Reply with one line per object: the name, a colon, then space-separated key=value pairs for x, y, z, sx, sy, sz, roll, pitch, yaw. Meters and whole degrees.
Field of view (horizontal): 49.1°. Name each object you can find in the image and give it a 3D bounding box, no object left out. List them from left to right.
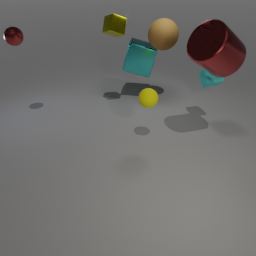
ball: x=-4.293 y=-3.445 z=10.529 sx=0.700 sy=0.700 sz=0.700 roll=0 pitch=29 yaw=0
cube: x=-0.559 y=-4.218 z=11.555 sx=0.700 sy=0.700 sz=0.700 roll=5 pitch=6 yaw=-35
cube: x=0.614 y=-3.553 z=14.087 sx=1.400 sy=1.400 sz=1.400 roll=15 pitch=28 yaw=-2
ball: x=0.722 y=-1.066 z=9.985 sx=0.700 sy=0.700 sz=0.700 roll=0 pitch=29 yaw=0
ball: x=1.613 y=-4.268 z=12.794 sx=1.400 sy=1.400 sz=1.400 roll=0 pitch=29 yaw=0
cube: x=3.421 y=-2.120 z=11.528 sx=0.700 sy=0.700 sz=0.700 roll=-12 pitch=-4 yaw=-5
cylinder: x=2.849 y=-2.522 z=9.027 sx=1.400 sy=1.400 sz=1.400 roll=18 pitch=11 yaw=-43
